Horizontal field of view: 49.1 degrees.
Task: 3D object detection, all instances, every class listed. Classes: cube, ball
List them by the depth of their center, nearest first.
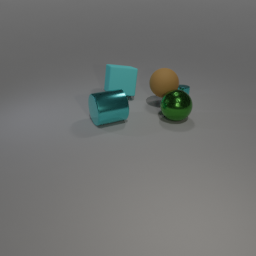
[{"bbox_3d":[2.129,-0.994,12.337,1.400,1.400,1.400,0,29,0],"label":"ball"},{"bbox_3d":[1.722,-2.147,13.348,1.400,1.400,1.400,0,29,0],"label":"ball"},{"bbox_3d":[-0.404,-2.513,14.613,1.400,1.400,1.400,2,16,-15],"label":"cube"}]

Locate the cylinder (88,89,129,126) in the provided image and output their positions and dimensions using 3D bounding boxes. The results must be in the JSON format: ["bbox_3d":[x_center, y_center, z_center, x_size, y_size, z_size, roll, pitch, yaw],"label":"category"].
[{"bbox_3d":[-0.854,-0.906,12.181,1.400,1.400,1.400,-13,32,-22],"label":"cylinder"}]

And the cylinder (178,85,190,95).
[{"bbox_3d":[2.813,-1.825,14.482,0.700,0.700,0.700,2,23,-1],"label":"cylinder"}]
